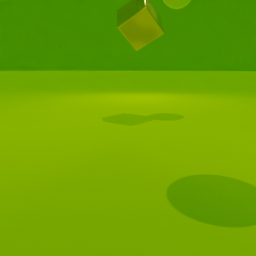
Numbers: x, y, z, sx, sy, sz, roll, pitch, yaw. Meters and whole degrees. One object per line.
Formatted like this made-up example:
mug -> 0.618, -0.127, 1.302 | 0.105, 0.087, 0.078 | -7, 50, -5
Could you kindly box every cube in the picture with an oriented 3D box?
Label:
cube -> 0.388, -3.435, 9.057 | 1.089, 1.089, 1.089 | -26, 44, 25

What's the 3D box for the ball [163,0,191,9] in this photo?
ball -> 1.717, -4.754, 9.742 | 1.125, 1.125, 1.125 | 0, 13, 0
